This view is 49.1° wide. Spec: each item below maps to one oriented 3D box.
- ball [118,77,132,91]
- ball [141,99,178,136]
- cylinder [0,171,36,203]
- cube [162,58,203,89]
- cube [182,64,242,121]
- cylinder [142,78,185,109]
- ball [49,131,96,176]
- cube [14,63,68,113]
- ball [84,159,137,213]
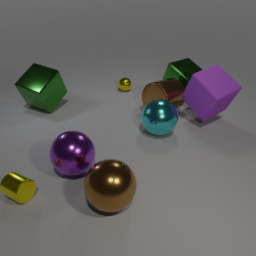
[{"bbox_3d":[-0.151,-2.254,14.436,0.700,0.700,0.700,0,31,0],"label":"ball"},{"bbox_3d":[1.204,-0.406,10.671,1.400,1.400,1.400,0,31,0],"label":"ball"},{"bbox_3d":[-3.099,1.667,7.898,0.700,0.700,0.700,17,35,26],"label":"cylinder"},{"bbox_3d":[2.657,-2.301,13.466,1.400,1.400,1.400,-22,58,-32],"label":"cube"},{"bbox_3d":[3.245,-1.391,11.043,1.400,1.400,1.400,-25,64,-26],"label":"cube"},{"bbox_3d":[1.555,-1.379,12.151,1.400,1.400,1.400,27,34,37],"label":"cylinder"},{"bbox_3d":[-1.712,0.779,8.694,1.400,1.400,1.400,0,31,0],"label":"ball"},{"bbox_3d":[-3.776,-1.761,12.350,1.400,1.400,1.400,20,61,20],"label":"cube"},{"bbox_3d":[-0.466,1.521,7.456,1.400,1.400,1.400,0,31,0],"label":"ball"}]
